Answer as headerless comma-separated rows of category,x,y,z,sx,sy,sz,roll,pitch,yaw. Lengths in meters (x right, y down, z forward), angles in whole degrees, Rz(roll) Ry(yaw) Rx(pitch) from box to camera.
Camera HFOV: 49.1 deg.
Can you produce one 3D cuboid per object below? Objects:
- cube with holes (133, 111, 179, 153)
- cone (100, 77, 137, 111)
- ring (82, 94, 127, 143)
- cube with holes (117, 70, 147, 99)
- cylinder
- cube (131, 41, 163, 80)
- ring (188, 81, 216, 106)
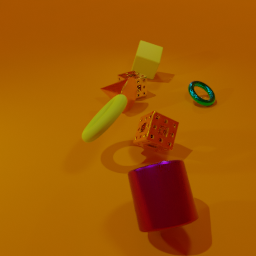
cube with holes,0.723,0.128,7.303,0.767,0.767,0.767,23,72,-19
cone,-0.463,-1.251,9.615,1.166,1.162,1.162,14,35,24
ring,-0.576,-0.237,6.827,0.296,1.478,1.478,43,33,-12
cube with holes,0.158,-1.588,10.449,0.785,0.785,0.785,-21,36,-28
cylinder,0.635,1.255,5.233,1.105,1.105,1.105,-9,75,-13
cube,0.794,-2.849,11.783,1.014,1.014,1.014,17,55,-3
ring,2.650,-1.253,10.056,1.119,0.224,1.119,14,51,-18
